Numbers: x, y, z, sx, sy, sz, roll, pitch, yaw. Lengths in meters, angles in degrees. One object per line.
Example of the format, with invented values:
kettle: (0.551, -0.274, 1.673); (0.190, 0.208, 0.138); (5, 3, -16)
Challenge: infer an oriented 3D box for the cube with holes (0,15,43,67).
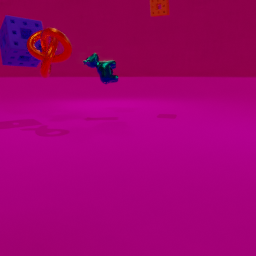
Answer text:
cube with holes: (-3.821, -3.062, 10.101); (1.234, 1.234, 1.234); (-5, -13, -37)

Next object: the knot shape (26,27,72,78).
knot shape: (-2.566, -2.377, 8.979); (1.673, 1.565, 0.773); (20, 15, 35)

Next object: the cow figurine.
cow figurine: (-1.054, -2.259, 10.815); (1.256, 1.276, 0.701); (-9, -4, -5)

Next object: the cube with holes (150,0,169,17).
cube with holes: (1.386, -5.264, 12.180); (0.707, 0.707, 0.707); (0, 19, 17)
